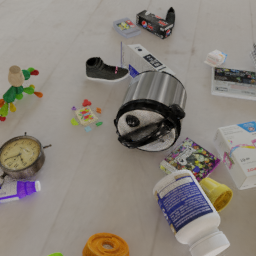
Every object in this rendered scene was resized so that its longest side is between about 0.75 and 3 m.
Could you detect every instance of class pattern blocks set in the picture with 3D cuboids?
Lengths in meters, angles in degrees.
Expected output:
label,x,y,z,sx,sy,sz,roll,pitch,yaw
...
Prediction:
label,x,y,z,sx,sy,sz,roll,pitch,yaw
pattern blocks set,-1.577,-0.474,10.547,1.243,0.115,1.414,-36,60,-25

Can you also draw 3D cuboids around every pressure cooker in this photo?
label,x,y,z,sx,sy,sz,roll,pitch,yaw
pressure cooker,0.712,-0.402,9.132,2.197,2.164,2.460,14,48,6

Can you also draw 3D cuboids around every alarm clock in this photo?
label,x,y,z,sx,sy,sz,roll,pitch,yaw
alarm clock,-3.509,1.090,8.879,1.401,0.692,2.078,24,51,20

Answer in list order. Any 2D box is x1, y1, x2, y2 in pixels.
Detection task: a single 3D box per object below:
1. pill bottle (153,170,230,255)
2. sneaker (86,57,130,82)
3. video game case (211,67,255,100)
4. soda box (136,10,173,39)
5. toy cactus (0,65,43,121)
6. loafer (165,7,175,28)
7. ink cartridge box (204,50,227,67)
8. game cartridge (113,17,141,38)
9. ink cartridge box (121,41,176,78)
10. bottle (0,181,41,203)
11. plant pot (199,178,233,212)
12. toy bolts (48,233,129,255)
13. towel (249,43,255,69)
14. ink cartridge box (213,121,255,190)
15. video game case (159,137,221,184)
label,x,y,z,sx,sy,sz,roll,pitch,yaw
pill bottle,1.681,2.330,7.510,1.286,1.286,2.149,-18,53,-14
sneaker,-0.898,-2.444,11.521,1.889,0.937,0.668,2,61,7
video game case,4.411,-1.884,11.639,1.820,0.213,1.655,9,52,8
soda box,1.306,-5.223,14.085,0.683,0.612,1.931,-37,60,-26
toy cactus,-4.005,-1.476,10.287,1.228,1.982,2.402,33,61,0
loafer,2.185,-5.712,14.518,0.535,0.553,1.576,6,51,5
ink cartridge box,3.864,-3.073,12.359,0.599,0.353,1.041,34,45,25
game cartridge,-0.119,-5.097,14.214,0.982,0.302,1.476,-27,56,-15
ink cartridge box,0.716,-2.278,11.158,0.568,1.441,2.898,-29,58,-22
bottle,-3.332,1.870,8.436,1.312,0.428,0.548,-10,50,-8
plant pot,2.480,1.900,8.216,0.839,0.839,0.790,-25,40,-19
toy bolts,-0.505,4.032,6.323,2.750,1.908,2.627,17,12,25
towel,6.742,-2.811,11.814,2.553,1.092,2.114,-3,52,-3
ink cartridge box,3.843,0.842,9.012,1.409,0.825,1.950,-11,53,-9
video game case,2.014,1.159,9.117,1.375,0.272,1.516,37,60,26
